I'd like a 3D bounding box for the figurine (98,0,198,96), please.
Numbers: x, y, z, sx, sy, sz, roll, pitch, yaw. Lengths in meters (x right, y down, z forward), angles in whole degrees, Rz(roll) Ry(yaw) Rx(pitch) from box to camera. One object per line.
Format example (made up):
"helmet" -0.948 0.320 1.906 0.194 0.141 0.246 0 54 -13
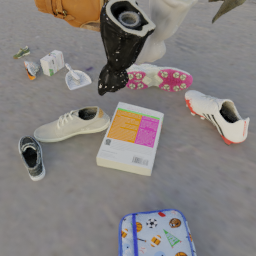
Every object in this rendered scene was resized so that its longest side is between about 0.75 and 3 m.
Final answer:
"figurine" 0.321 -2.202 7.141 1.163 2.637 2.702 44 62 10

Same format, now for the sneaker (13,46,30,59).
"sneaker" -4.678 -3.328 12.232 0.270 0.361 0.804 34 53 31

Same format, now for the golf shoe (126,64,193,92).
"golf shoe" 1.128 -2.010 10.452 2.523 0.950 1.155 5 40 4

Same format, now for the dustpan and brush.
"dustpan and brush" -2.113 -2.065 10.873 0.933 0.383 1.337 -24 48 -23

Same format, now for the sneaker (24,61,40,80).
"sneaker" -3.762 -2.351 11.160 0.547 0.450 1.189 -15 46 -21

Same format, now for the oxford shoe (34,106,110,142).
"oxford shoe" -1.741 -0.163 8.390 2.406 0.695 0.905 -12 44 11

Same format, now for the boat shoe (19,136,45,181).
"boat shoe" -2.676 0.685 7.796 0.599 0.589 1.661 -21 47 -21

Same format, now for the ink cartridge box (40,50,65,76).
"ink cartridge box" -3.017 -2.618 11.252 0.386 0.666 0.920 20 47 20

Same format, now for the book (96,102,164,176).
"book" 0.152 0.259 8.329 1.533 0.552 2.295 11 45 9

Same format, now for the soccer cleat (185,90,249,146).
"soccer cleat" 2.742 -0.602 8.771 0.910 1.130 2.653 -17 46 -18

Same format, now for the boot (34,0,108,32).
"boot" -1.794 -4.015 8.746 2.263 2.925 1.078 14 78 -10

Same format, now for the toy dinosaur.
"toy dinosaur" 3.226 -4.254 8.324 1.330 1.001 2.601 22 70 27

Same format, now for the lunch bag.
"lunch bag" 0.523 2.604 5.524 1.601 0.755 1.997 -5 36 2
